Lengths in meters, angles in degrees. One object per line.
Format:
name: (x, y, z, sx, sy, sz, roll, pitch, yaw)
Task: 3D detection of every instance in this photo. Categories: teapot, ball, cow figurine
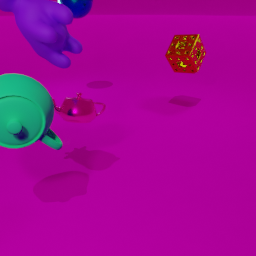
teapot: (-1.034, -0.420, 5.616, 1.198, 0.587, 0.745, 2, 10, -17)
teapot: (-1.783, -0.229, 4.294, 1.196, 1.923, 0.942, -47, 31, 6)
ball: (-1.961, -4.783, 10.476, 1.301, 1.301, 1.301, 0, 24, 0)
cow figurine: (-1.541, -1.728, 4.432, 1.458, 1.482, 0.813, 28, 71, 17)

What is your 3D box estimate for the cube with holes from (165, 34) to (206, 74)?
cube with holes: (2.009, -2.556, 9.693, 0.929, 0.929, 0.929, 12, 69, 37)
